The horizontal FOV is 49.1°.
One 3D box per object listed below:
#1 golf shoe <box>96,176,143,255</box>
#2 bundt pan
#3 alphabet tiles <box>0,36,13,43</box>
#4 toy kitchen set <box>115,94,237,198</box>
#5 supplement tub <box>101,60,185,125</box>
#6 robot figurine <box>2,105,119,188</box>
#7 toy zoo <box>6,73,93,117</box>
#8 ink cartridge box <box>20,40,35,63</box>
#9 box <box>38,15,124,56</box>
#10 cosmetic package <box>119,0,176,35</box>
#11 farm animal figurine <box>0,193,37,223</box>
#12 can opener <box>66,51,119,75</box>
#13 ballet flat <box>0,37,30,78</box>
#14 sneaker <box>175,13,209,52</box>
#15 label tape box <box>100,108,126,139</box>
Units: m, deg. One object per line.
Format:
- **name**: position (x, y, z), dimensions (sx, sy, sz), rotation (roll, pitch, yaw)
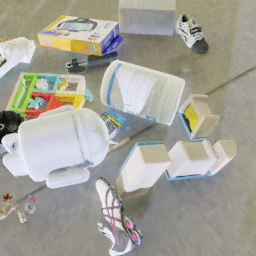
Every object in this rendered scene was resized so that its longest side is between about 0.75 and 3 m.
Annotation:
- **golf shoe**: position (-0.439, 2.085, 6.853), dimensions (0.866, 0.759, 1.967), rotation (-28, 59, -9)
- **bundt pan**: position (-3.670, 0.156, 8.181), dimensions (1.493, 0.560, 1.493), rotation (1, 46, -1)
- **alphabet tiles**: position (-4.887, -3.303, 10.958), dimensions (0.846, 0.027, 0.704), rotation (-28, 60, -18)
- **toy kitchen set**: position (1.075, 0.365, 7.790), dimensions (2.926, 1.724, 2.344), rotation (0, 53, -25)
- **supplement tub**: position (0.441, -1.091, 8.565), dimensions (2.256, 1.488, 1.488), rotation (19, 58, 12)
- **robot figurine**: position (-1.738, 0.409, 7.412), dimensions (2.860, 1.615, 2.425), rotation (-14, 60, -7)
- **toy zoo**: position (-2.474, -1.091, 9.288), dimensions (2.630, 0.269, 1.725), rotation (4, 56, 3)
- **ink cartridge box**: position (-3.916, -2.884, 10.462), dimensions (0.645, 0.364, 0.880), rotation (3, 56, 2)
- **box**: position (-1.642, -3.465, 10.403), dimensions (2.884, 0.598, 1.717), rotation (12, 46, 18)
- **cosmetic package**: position (0.748, -4.435, 11.046), dimensions (2.203, 1.177, 0.994), rotation (3, 56, 0)
- **farm animal figurine**: position (-2.766, 2.014, 7.008), dimensions (0.860, 0.432, 0.695), rotation (15, 49, -18)
- **can opener**: position (-1.274, -2.350, 10.104), dimensions (1.970, 0.519, 0.655), rotation (-16, 92, -9)
- **ballet flat**: position (-4.352, -2.344, 9.555), dimensions (0.868, 0.868, 2.501), rotation (31, 72, 20)
- **sneaker**: position (2.458, -3.693, 10.756), dimensions (0.697, 0.832, 1.881), rotation (-24, 60, -17)
- **label tape box**: position (-0.639, -0.067, 8.562), dimensions (0.709, 0.311, 0.983), rotation (39, 64, 23)
